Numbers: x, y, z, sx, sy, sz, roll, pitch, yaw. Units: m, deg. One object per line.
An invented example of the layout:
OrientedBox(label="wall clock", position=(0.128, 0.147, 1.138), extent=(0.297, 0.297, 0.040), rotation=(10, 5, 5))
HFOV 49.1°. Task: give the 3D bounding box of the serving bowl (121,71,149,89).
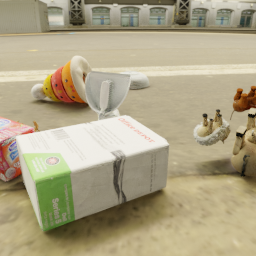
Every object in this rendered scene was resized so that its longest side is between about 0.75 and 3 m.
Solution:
OrientedBox(label="serving bowl", position=(0.141, -2.555, 14.473), extent=(1.937, 0.637, 1.937), rotation=(0, 23, 0))

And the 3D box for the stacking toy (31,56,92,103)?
OrientedBox(label="stacking toy", position=(-2.827, -1.702, 11.766), extent=(2.741, 2.003, 2.003), rotation=(-14, 20, 17))

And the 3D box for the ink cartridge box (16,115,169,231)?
OrientedBox(label="ink cartridge box", position=(-0.786, 0.749, 6.138), extent=(2.773, 1.165, 2.017), rotation=(-12, 26, -26))

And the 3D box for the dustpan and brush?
OrientedBox(label="dustpan and brush", position=(-0.714, -0.685, 8.450), extent=(1.417, 2.030, 0.581), rotation=(8, 6, 12))

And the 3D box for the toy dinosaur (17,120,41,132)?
OrientedBox(label="toy dinosaur", position=(-2.783, 0.331, 7.759), extent=(1.762, 0.532, 0.936), rotation=(38, 57, 17))

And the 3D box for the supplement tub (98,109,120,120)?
OrientedBox(label="supplement tub", position=(-0.597, -0.257, 9.019), extent=(0.735, 0.735, 1.014), rotation=(-3, 24, -6))

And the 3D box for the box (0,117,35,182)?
OrientedBox(label="box", position=(-3.314, 0.398, 7.065), extent=(2.115, 1.054, 1.010), rotation=(14, 27, 33))

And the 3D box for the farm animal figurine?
OrientedBox(label="farm animal figurine", position=(3.574, 0.312, 7.013), extent=(2.898, 1.528, 2.930), rotation=(-28, 41, -26))
